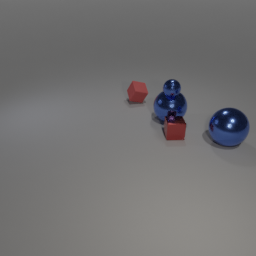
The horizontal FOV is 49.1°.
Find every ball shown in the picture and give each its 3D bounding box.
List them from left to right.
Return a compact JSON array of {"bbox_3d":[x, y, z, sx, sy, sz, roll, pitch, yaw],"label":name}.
[{"bbox_3d":[1.761,-0.910,11.672,1.400,1.400,1.400,0,29,0],"label":"ball"},{"bbox_3d":[1.706,-1.547,10.878,0.700,0.700,0.700,0,29,0],"label":"ball"},{"bbox_3d":[3.619,-0.039,10.074,1.400,1.400,1.400,0,29,0],"label":"ball"}]

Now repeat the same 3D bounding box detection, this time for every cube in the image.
[{"bbox_3d":[0.451,-1.726,13.371,0.700,0.700,0.700,6,51,-26],"label":"cube"},{"bbox_3d":[1.783,-0.003,10.712,0.700,0.700,0.700,-1,28,-2],"label":"cube"}]
